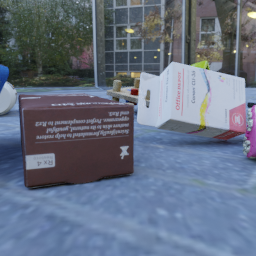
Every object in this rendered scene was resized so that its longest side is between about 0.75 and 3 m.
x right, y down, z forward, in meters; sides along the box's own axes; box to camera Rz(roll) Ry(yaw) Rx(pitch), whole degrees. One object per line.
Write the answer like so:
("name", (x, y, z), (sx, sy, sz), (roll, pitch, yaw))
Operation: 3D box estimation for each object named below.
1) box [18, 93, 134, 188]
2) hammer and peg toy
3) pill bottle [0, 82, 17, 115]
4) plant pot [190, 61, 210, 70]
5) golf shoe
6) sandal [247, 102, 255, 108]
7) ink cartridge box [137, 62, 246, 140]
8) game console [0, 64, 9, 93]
("box", (-1.017, -0.017, 4.449), (1.344, 1.006, 2.683), (-4, 12, -22))
("hammer and peg toy", (0.253, -1.143, 9.932), (2.026, 0.971, 2.755), (18, 22, 32))
("pill bottle", (-4.574, -1.088, 9.878), (1.200, 1.200, 2.063), (-3, 9, -18))
("plant pot", (1.617, -0.878, 7.571), (1.181, 1.302, 1.295), (-3, 42, 30))
("golf shoe", (2.482, 0.040, 4.698), (1.000, 0.823, 2.185), (10, 15, 25))
("sandal", (5.554, -0.838, 10.129), (1.032, 0.619, 2.748), (-4, 11, -21))
("ink cartridge box", (1.215, -0.508, 5.336), (1.964, 1.144, 0.663), (8, -17, -14))
("game console", (-3.176, -0.250, 4.269), (1.615, 2.330, 2.730), (25, 2, -19))
